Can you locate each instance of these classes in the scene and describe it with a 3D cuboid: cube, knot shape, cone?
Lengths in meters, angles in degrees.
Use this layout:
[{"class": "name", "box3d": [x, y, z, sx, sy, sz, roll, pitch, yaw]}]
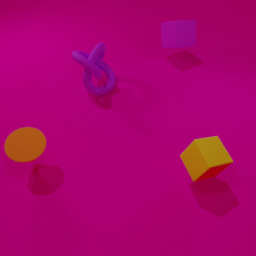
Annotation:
[{"class": "cube", "box3d": [1.850, 0.732, 6.667, 0.745, 0.745, 0.745, -7, 57, -29]}, {"class": "knot shape", "box3d": [-1.057, -1.922, 9.454, 0.828, 1.677, 1.792, -12, 16, 28]}, {"class": "cube", "box3d": [1.902, -3.534, 10.569, 0.943, 0.943, 0.943, -13, 20, -24]}, {"class": "cone", "box3d": [-2.593, 0.659, 7.350, 0.993, 0.997, 0.993, 3, 57, -5]}]
